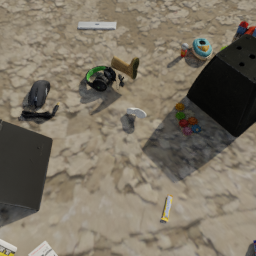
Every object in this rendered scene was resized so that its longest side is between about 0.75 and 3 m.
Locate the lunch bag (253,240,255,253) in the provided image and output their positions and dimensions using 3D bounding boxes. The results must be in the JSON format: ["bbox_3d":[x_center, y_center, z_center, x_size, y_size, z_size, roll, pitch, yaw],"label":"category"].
[{"bbox_3d":[4.540,3.762,7.614,1.779,0.837,1.339,9,55,-5],"label":"lunch bag"}]

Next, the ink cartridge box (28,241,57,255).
[{"bbox_3d":[-2.288,3.662,7.780,0.799,0.334,0.580,37,55,27],"label":"ink cartridge box"}]

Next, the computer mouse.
[{"bbox_3d":[-3.267,-1.198,10.868,1.341,0.440,1.910,8,59,6],"label":"computer mouse"}]

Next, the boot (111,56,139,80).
[{"bbox_3d":[-0.147,-2.514,10.902,1.166,1.021,0.386,36,49,23],"label":"boot"}]

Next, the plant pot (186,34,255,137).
[{"bbox_3d":[4.057,-1.733,10.119,2.591,2.299,2.585,-35,64,-19],"label":"plant pot"}]

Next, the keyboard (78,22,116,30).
[{"bbox_3d":[-1.483,-4.919,13.437,1.822,0.097,0.513,1,53,0],"label":"keyboard"}]

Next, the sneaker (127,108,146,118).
[{"bbox_3d":[0.386,-0.605,10.443,0.885,0.333,0.392,22,25,37],"label":"sneaker"}]

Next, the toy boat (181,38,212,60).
[{"bbox_3d":[2.972,-3.459,12.164,1.407,0.654,1.183,-10,59,-7],"label":"toy boat"}]

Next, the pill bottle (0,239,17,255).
[{"bbox_3d":[-3.755,3.771,7.505,0.838,0.838,1.505,20,61,12],"label":"pill bottle"}]

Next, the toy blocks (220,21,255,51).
[{"bbox_3d":[5.375,-3.534,11.527,2.640,1.805,1.319,27,62,16],"label":"toy blocks"}]

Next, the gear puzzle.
[{"bbox_3d":[2.204,-0.402,10.506,0.779,0.197,1.504,-13,59,-8],"label":"gear puzzle"}]

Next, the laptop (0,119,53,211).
[{"bbox_3d":[-4.278,1.253,9.100,2.796,1.620,2.618,-7,57,14],"label":"laptop"}]

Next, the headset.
[{"bbox_3d":[-0.912,-2.036,11.134,1.868,0.878,1.154,28,61,29],"label":"headset"}]

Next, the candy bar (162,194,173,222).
[{"bbox_3d":[1.240,2.481,8.755,0.214,0.095,0.858,14,60,9],"label":"candy bar"}]
